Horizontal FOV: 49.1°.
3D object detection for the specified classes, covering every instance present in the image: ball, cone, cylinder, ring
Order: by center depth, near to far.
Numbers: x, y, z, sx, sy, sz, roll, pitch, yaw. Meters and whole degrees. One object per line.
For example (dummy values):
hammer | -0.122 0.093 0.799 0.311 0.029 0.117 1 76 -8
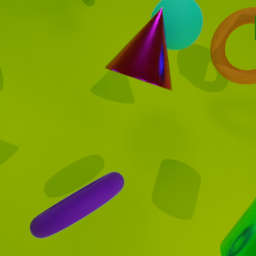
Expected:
cylinder | 2.008 1.599 3.842 1.066 1.066 1.066 32 109 13
ring | -0.842 1.286 4.808 1.750 1.750 0.350 -29 86 -12
cone | 0.406 -1.551 5.209 1.350 1.350 1.355 20 100 9
ball | 1.007 -2.192 5.866 1.091 1.091 1.091 0 66 0
ring | 2.831 -1.890 6.573 1.756 1.756 0.351 31 30 13
